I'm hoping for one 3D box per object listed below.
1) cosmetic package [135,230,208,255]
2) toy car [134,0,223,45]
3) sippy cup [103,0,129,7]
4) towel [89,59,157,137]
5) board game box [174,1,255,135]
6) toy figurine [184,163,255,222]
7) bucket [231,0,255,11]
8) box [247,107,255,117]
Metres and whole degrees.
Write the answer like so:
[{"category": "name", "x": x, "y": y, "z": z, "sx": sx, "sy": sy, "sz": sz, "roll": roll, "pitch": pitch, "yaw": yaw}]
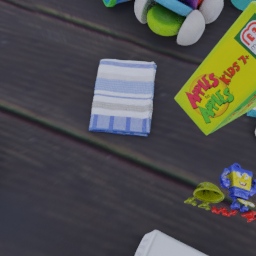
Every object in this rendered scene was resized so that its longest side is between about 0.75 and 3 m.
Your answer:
[{"category": "cosmetic package", "x": 1.104, "y": 3.369, "z": 4.704, "sx": 2.676, "sy": 2.206, "sz": 2.208, "roll": 25, "pitch": 69, "yaw": 9}, {"category": "toy car", "x": 1.516, "y": -3.794, "z": 7.985, "sx": 2.163, "sy": 1.853, "sz": 2.471, "roll": 36, "pitch": 71, "yaw": 14}, {"category": "sippy cup", "x": -0.063, "y": -4.564, "z": 8.599, "sx": 1.392, "sy": 1.492, "sz": 1.900, "roll": -12, "pitch": 74, "yaw": -13}, {"category": "towel", "x": -0.114, "y": -0.899, "z": 7.608, "sx": 1.659, "sy": 0.269, "sz": 2.258, "roll": 5, "pitch": 67, "yaw": 3}, {"category": "board game box", "x": 2.099, "y": -0.978, "z": 4.110, "sx": 2.898, "sy": 1.472, "sz": 0.690, "roll": -22, "pitch": 67, "yaw": -42}, {"category": "toy figurine", "x": 1.271, "y": 0.722, "z": 3.534, "sx": 1.043, "sy": 0.550, "sz": 0.625, "roll": 18, "pitch": 58, "yaw": -7}, {"category": "bucket", "x": 3.929, "y": -4.558, "z": 8.339, "sx": 1.979, "sy": 1.979, "sz": 1.287, "roll": 7, "pitch": 72, "yaw": 3}, {"category": "box", "x": 4.009, "y": -0.548, "z": 7.384, "sx": 1.582, "sy": 0.389, "sz": 0.651, "roll": 10, "pitch": 67, "yaw": 4}]
